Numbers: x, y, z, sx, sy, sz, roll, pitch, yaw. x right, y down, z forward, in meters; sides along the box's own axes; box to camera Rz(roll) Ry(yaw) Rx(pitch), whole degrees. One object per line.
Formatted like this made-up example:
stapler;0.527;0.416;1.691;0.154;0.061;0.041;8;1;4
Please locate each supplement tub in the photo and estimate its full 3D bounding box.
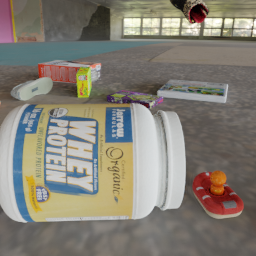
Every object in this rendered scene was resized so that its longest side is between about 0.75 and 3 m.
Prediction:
supplement tub;-0.527;0.526;4.540;2.574;1.862;1.862;-1;21;-3

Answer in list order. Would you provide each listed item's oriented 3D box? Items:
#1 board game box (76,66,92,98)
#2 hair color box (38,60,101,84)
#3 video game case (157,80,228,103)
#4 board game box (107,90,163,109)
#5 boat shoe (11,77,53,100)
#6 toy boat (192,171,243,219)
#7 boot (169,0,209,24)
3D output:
board game box;-1.957;-2.113;12.615;0.473;1.010;1.989;-1;21;-3
hair color box;-3.150;-3.078;15.229;2.996;0.958;1.661;10;23;22
video game case;2.960;-1.694;12.524;2.791;0.307;2.544;8;23;18
board game box;0.276;-1.165;11.210;1.957;0.316;1.174;13;29;31
boat shoe;-4.141;-1.765;12.090;0.755;0.740;2.120;14;28;21
toy boat;1.548;1.043;4.882;0.661;0.662;1.012;-4;21;-11
boot;2.051;-4.192;9.480;0.800;1.646;2.186;-34;-22;16
